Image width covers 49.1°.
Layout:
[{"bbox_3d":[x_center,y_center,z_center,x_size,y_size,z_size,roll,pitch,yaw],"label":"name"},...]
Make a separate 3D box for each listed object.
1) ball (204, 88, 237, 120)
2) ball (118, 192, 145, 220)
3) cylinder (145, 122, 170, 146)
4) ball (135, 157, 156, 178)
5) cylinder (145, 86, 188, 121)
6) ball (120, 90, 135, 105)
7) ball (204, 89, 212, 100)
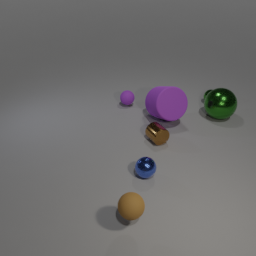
[{"bbox_3d":[4.077,-1.067,12.350,1.400,1.400,1.400,0,31,0],"label":"ball"},{"bbox_3d":[0.082,1.997,7.170,0.700,0.700,0.700,0,31,0],"label":"ball"},{"bbox_3d":[1.137,0.217,10.879,0.700,0.700,0.700,-15,34,-24],"label":"cylinder"},{"bbox_3d":[0.575,1.282,9.112,0.700,0.700,0.700,0,31,0],"label":"ball"},{"bbox_3d":[1.604,-1.069,11.932,1.400,1.400,1.400,-9,11,-15],"label":"cylinder"},{"bbox_3d":[-0.032,-1.464,13.490,0.700,0.700,0.700,0,31,0],"label":"ball"},{"bbox_3d":[4.084,-1.549,13.803,0.700,0.700,0.700,0,31,0],"label":"ball"}]
